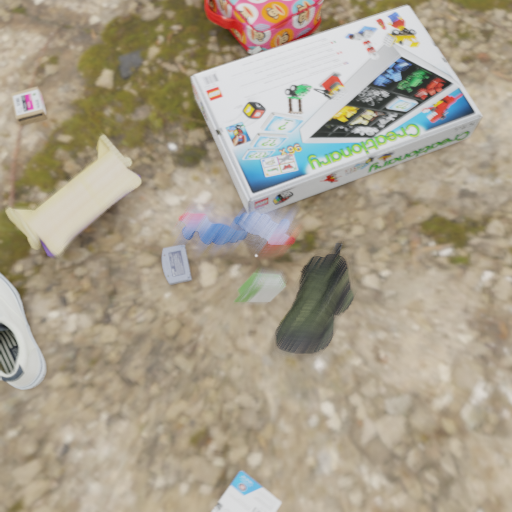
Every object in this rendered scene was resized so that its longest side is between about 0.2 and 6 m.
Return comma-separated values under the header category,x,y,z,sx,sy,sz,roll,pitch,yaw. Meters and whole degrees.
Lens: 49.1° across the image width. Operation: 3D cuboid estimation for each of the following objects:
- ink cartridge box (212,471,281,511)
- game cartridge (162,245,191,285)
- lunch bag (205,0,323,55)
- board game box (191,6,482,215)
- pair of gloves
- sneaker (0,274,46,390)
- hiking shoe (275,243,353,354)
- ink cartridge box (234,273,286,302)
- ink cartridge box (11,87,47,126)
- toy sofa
category,x,y,z,sx,sy,sz,roll,pitch,yaw
ink cartridge box,-0.353,4.412,9.184,0.854,0.492,1.475,35,72,13
game cartridge,-1.593,0.179,11.068,0.512,0.157,0.769,-10,68,-8
lunch bag,-0.029,-6.006,12.994,2.410,1.121,2.736,-31,72,-12
board game box,1.630,-3.201,11.988,5.224,0.904,3.298,-20,70,-8
pair of gloves,-0.309,-0.510,9.837,2.126,1.709,0.242,-3,110,-22
sneaker,-4.744,1.148,10.220,1.013,0.982,2.773,-36,73,-13
hiking shoe,0.880,0.629,8.874,0.889,1.182,2.347,2,23,25
ink cartridge box,0.018,0.577,10.160,0.983,0.510,0.292,4,49,-47
ink cartridge box,-5.024,-3.307,12.381,0.608,0.277,0.738,-19,68,-6
toy sofa,-3.529,-1.111,11.032,2.484,1.029,1.212,-45,101,-18
